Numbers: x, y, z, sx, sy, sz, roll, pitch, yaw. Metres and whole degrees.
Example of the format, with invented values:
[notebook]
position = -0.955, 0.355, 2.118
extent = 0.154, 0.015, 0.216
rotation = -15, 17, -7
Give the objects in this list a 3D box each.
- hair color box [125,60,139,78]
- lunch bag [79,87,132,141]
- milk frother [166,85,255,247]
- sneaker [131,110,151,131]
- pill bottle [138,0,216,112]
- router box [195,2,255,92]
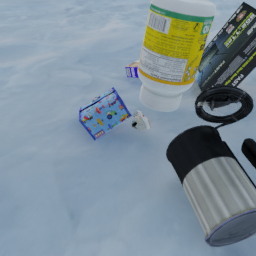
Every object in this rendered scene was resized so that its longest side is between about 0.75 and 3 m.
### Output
[hair color box]
position = 0.630, -1.988, 9.464
extent = 1.320, 0.428, 0.721
rotation = 11, 35, 43
[lunch bag]
position = -0.670, -0.509, 7.221
extent = 1.105, 0.690, 1.468
rotation = -33, 27, 2
[milk frother]
position = 1.558, 0.573, 4.490
extent = 1.709, 1.893, 1.781
rotation = -29, 46, 7
[sneaker]
position = 0.227, -0.184, 6.976
extent = 0.411, 0.338, 0.893
rotation = -21, 24, -9
[pill bottle]
position = 1.129, -1.924, 7.400
extent = 1.595, 2.828, 1.595
rotation = 8, 32, -5
[router box]
position = 3.055, -2.218, 8.247
extent = 0.792, 2.549, 1.910
rotation = 27, 31, -17
